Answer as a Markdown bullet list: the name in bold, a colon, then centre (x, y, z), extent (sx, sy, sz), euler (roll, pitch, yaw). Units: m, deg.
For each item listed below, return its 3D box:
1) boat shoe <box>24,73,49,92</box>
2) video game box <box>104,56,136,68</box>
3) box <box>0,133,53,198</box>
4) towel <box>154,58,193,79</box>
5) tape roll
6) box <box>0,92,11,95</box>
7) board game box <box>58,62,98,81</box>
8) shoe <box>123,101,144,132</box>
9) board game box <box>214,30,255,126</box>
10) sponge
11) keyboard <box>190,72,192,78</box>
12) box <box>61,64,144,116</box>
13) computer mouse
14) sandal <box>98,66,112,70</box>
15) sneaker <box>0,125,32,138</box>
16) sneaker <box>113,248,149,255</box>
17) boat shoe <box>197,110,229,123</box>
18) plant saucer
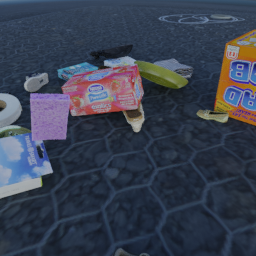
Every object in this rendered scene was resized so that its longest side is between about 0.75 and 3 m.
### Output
- **boat shoe**: centre (-4.835, -2.316, 14.083), extent (0.884, 0.712, 1.907), euler (6, 24, 16)
- **video game box**: centre (-0.233, -3.653, 16.397), extent (1.690, 0.434, 1.855), euler (-16, 35, -28)
- **box**: centre (-3.725, 1.129, 7.969), extent (2.774, 0.661, 1.692), euler (-13, 54, -24)
- **towel**: centre (2.200, -2.866, 13.854), extent (1.746, 0.747, 1.446), euler (-19, 36, -39)
- **tape roll**: centre (-5.510, -0.689, 11.426), extent (2.199, 0.402, 2.199), euler (0, 39, 0)
- **box**: centre (-6.023, -1.304, 12.779), extent (1.063, 0.266, 1.071), euler (-1, 32, -1)
- **board game box**: centre (-2.649, -3.026, 15.366), extent (1.885, 0.442, 1.423), euler (-26, 40, -35)
- **shoe**: centre (0.217, -0.597, 11.380), extent (0.831, 0.634, 2.376), euler (-15, 26, 4)
- **board game box**: centre (5.717, -2.022, 11.339), extent (2.968, 2.968, 2.970), euler (24, 39, 34)
- **sponge**: centre (-2.207, -0.257, 7.892), extent (1.002, 1.796, 0.268), euler (-1, 52, -17)
- **keyboard**: centre (2.555, -2.798, 14.916), extent (1.503, 0.321, 2.503), euler (21, 32, 30)
- **box**: centre (-0.981, -1.550, 11.519), extent (2.953, 1.410, 1.472), euler (-5, 31, 19)
- **computer mouse**: centre (-0.943, -4.594, 17.317), extent (2.660, 0.701, 1.842), euler (-12, 11, 2)
- **sandal**: centre (-0.722, -2.972, 15.081), extent (1.823, 0.745, 0.498), euler (4, 15, 9)
- **sneaker**: centre (-4.299, 0.794, 8.988), extent (2.756, 1.060, 1.221), euler (-13, 51, -15)
- **sneaker**: centre (0.648, 2.966, 5.238), extent (2.365, 0.968, 0.911), euler (12, 34, 18)
- **boat shoe**: centre (3.455, -0.571, 11.470), extent (1.254, 0.395, 0.457), euler (18, 36, 27)
- **plant saucer**: centre (1.496, -2.463, 13.402), extent (2.763, 0.429, 2.763), euler (21, 3, -1)
